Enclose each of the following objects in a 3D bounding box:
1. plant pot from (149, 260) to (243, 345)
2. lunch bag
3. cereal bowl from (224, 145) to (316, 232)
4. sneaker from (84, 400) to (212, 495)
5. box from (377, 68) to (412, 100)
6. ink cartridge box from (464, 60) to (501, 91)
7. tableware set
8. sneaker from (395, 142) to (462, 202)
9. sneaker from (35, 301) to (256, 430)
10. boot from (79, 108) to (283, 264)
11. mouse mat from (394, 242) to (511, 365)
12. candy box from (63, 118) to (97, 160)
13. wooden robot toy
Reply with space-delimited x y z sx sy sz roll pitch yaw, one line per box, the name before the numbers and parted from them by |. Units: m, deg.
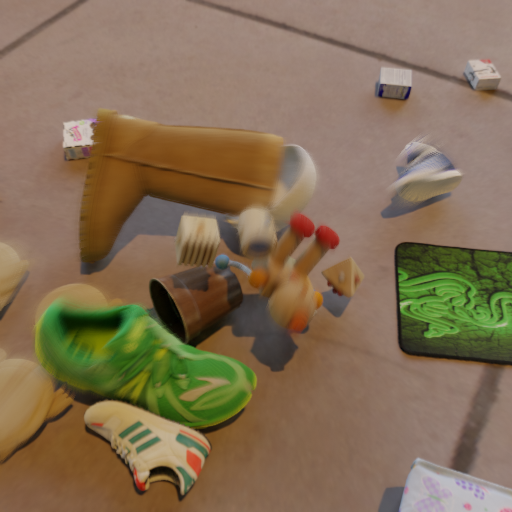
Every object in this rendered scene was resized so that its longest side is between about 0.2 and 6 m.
plant pot | -0.959 0.694 9.313 1.211 1.223 1.223 -25 57 -28
lunch bag | 2.727 3.821 6.779 2.143 1.362 1.817 11 51 21
cereal bowl | 0.361 -1.117 10.524 1.931 0.804 1.931 -32 34 24
sneaker | -1.677 2.750 7.968 1.969 0.693 0.920 16 49 9
box | 3.311 -4.116 13.371 0.744 0.390 0.684 8 53 7
ink cartridge box | 5.506 -4.406 13.629 0.577 0.326 0.786 -5 52 -5
tableware set | -4.315 1.317 9.246 3.725 0.432 3.112 21 57 15
sneaker | 3.160 -1.743 11.167 1.668 0.672 1.221 -11 50 -28
sneaker | -1.682 1.586 8.289 3.432 1.434 1.271 15 51 0
boot | -1.376 -1.052 10.232 3.353 2.937 1.109 10 9 -10
mouse mat | 3.962 0.800 9.840 2.981 0.112 2.399 4 53 4
candy box | -3.638 -2.563 12.203 1.043 0.373 0.875 -9 53 -7
wooden robot toy | 0.468 0.342 8.520 3.415 1.505 1.550 21 35 -27
